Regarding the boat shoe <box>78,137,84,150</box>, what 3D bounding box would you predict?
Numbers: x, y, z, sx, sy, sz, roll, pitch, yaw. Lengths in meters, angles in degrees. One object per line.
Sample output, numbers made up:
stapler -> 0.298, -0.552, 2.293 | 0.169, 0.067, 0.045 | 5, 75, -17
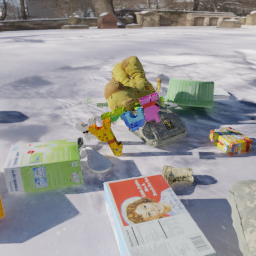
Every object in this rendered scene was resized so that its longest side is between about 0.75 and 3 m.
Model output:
boat shoe -> -1.759, 0.613, 9.040 | 0.381, 0.375, 1.056 | 7, 26, 14

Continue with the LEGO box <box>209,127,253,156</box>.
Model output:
LEGO box -> 3.422, 0.424, 9.373 | 0.840, 0.435, 1.128 | -9, 26, -19

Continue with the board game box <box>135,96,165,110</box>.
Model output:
board game box -> 0.746, -0.806, 11.751 | 0.997, 0.467, 1.963 | -2, 21, 28

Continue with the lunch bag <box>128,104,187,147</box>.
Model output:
lunch bag -> 1.049, -0.075, 9.831 | 1.399, 1.003, 1.706 | -16, 36, -33

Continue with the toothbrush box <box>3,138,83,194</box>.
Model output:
toothbrush box -> -2.254, 0.986, 7.689 | 1.879, 0.809, 1.368 | -7, 23, -10

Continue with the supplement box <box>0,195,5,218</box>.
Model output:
supplement box -> -4.042, 1.433, 6.680 | 1.453, 0.848, 2.306 | -17, 29, -34

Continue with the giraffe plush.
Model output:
giraffe plush -> -0.108, -1.257, 10.551 | 2.436, 2.102, 1.975 | 39, 49, 17

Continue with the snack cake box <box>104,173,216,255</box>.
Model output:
snack cake box -> 0.453, 1.969, 5.565 | 1.412, 0.825, 2.455 | -8, 26, -13

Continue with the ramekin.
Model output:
ramekin -> 2.816, -1.658, 12.598 | 2.192, 1.071, 2.192 | 4, 13, -1

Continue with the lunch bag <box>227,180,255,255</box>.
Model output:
lunch bag -> 3.055, 1.926, 4.986 | 2.402, 1.412, 1.970 | 9, 26, 8

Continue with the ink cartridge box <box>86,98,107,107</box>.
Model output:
ink cartridge box -> -1.464, -1.211, 13.163 | 0.951, 0.228, 0.692 | -4, 25, -8

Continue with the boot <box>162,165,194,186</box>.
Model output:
boot -> 1.318, 1.358, 7.438 | 0.839, 0.393, 1.080 | 4, 22, 9

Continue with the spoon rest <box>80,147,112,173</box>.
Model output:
spoon rest -> -1.021, 0.919, 8.337 | 0.687, 0.419, 1.383 | -18, 29, -33

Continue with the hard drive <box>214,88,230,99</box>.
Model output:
hard drive -> 4.050, -1.756, 14.321 | 1.873, 0.250, 1.235 | -1, 25, -4

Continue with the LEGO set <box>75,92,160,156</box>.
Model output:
LEGO set -> -0.226, 0.089, 8.886 | 2.931, 1.203, 1.118 | -19, 23, 15
